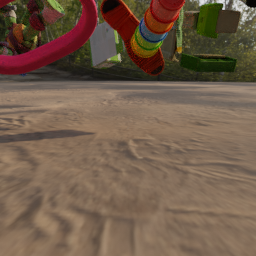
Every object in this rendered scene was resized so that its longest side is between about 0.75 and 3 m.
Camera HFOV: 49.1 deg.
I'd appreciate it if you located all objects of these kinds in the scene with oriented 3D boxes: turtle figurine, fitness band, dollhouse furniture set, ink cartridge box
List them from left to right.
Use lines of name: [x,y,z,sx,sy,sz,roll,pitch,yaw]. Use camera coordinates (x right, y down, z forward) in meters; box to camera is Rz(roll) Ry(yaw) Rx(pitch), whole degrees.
turtle figurine: [-3.177,-2.850,7.370,2.673,2.757,1.984,-35,18,18]
fitness band: [-2.127,-2.218,6.056,2.985,0.559,2.144,-24,-25,4]
ink cartridge box: [-0.656,-3.382,11.156,0.788,1.538,2.081,-5,-3,-43]
dollhouse furniture set: [2.047,-3.034,8.989,1.461,1.908,2.912,-7,26,-25]

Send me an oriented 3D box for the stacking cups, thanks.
stacking cups: [0.551,-2.267,6.062,0.761,0.761,2.515,-1,-3,-5]

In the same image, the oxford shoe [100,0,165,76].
oxford shoe: [0.251,-2.652,8.062,0.893,2.509,0.910,-31,12,20]

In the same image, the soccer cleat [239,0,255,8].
soccer cleat: [3.062,-3.637,7.500,1.412,0.482,0.517,5,42,-28]
